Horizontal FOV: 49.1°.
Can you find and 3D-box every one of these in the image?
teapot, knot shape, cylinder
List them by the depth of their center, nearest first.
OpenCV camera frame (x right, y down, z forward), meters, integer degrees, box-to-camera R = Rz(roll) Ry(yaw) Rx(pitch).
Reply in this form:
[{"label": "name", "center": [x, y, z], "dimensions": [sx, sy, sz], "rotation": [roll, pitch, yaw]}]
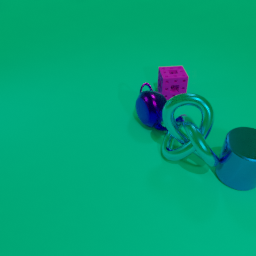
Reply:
[{"label": "cylinder", "center": [2.838, 0.749, 6.863], "dimensions": [1.140, 1.140, 1.140], "rotation": [1, 43, -1]}, {"label": "knot shape", "center": [1.478, 0.184, 7.294], "dimensions": [0.908, 1.839, 1.965], "rotation": [-17, 83, -29]}, {"label": "teapot", "center": [0.832, -0.572, 8.630], "dimensions": [0.909, 1.154, 1.856], "rotation": [-17, 77, -22]}]

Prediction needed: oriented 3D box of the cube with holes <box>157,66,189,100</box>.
[{"label": "cube with holes", "center": [1.595, -1.633, 10.143], "dimensions": [0.888, 0.888, 0.888], "rotation": [-4, 38, -4]}]
